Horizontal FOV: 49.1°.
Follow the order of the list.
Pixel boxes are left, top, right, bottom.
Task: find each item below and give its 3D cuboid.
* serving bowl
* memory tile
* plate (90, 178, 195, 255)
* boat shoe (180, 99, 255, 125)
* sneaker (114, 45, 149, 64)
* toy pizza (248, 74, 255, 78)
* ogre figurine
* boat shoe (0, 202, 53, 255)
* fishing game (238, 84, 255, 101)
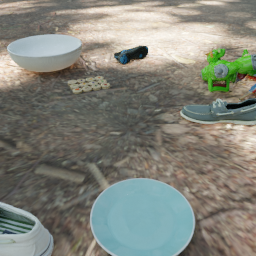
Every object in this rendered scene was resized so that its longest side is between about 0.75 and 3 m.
[{"bbox_3d":[-3.363,-3.023,11.667,2.953,0.971,2.953,-1,33,0],"label":"serving bowl"},{"bbox_3d":[-1.445,-1.614,10.304,1.402,0.118,1.074,-13,35,-19],"label":"memory tile"},{"bbox_3d":[0.262,1.672,5.199,1.911,0.244,1.911,-1,34,0],"label":"plate"},{"bbox_3d":[2.715,-0.580,8.183,2.304,0.712,0.839,4,34,6],"label":"boat shoe"},{"bbox_3d":[0.166,-3.365,12.501,1.721,0.630,0.705,-22,39,-30],"label":"sneaker"},{"bbox_3d":[5.417,-2.188,10.958,1.690,0.268,1.690,-4,27,2],"label":"toy pizza"},{"bbox_3d":[3.618,-2.051,9.706,1.791,1.466,2.988,-11,26,1],"label":"ogre figurine"},{"bbox_3d":[-2.569,1.534,4.770,2.776,0.927,1.021,7,34,10],"label":"boat shoe"},{"bbox_3d":[4.663,-1.614,9.099,2.278,1.631,0.354,-38,88,-16],"label":"fishing game"}]
